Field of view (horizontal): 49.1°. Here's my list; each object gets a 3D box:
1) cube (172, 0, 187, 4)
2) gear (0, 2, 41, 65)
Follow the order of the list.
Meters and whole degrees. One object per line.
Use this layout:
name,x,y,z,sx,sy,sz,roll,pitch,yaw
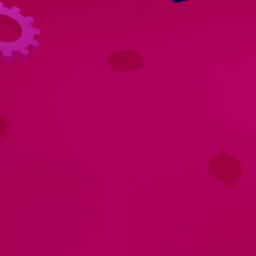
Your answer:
cube,1.423,-3.859,7.352,0.761,0.761,0.761,-19,45,-6
gear,-2.402,-1.825,5.346,1.364,0.252,1.364,14,56,-22
